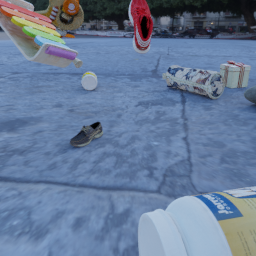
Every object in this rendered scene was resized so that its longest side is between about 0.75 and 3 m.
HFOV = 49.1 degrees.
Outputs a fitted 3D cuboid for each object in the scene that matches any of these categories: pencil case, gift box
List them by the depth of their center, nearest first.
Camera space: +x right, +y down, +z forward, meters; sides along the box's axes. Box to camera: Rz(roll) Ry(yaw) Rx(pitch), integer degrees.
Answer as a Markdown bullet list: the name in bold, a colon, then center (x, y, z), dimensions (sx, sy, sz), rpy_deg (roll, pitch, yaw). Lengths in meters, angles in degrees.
- **pencil case**: center (2.889, -2.080, 12.384), dimensions (1.274, 1.108, 2.848), rpy_deg (-26, 31, -27)
- **gift box**: center (5.283, -2.688, 13.826), dimensions (1.262, 1.179, 1.165), rpy_deg (-11, 24, -22)

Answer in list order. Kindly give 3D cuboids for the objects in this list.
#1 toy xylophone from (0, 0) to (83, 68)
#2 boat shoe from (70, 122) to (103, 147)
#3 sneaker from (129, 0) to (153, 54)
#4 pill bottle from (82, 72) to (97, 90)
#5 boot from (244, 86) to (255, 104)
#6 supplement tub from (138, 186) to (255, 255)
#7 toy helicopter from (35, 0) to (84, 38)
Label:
- **toy xylophone**: center (-2.187, -2.348, 7.085), dimensions (2.643, 0.664, 1.935), rpy_deg (44, 25, 20)
- **boat shoe**: center (-1.152, 0.131, 7.688), dimensions (0.460, 0.452, 1.234), rpy_deg (12, 24, 27)
- **sneaker**: center (0.380, -2.605, 6.560), dimensions (0.587, 1.499, 0.866), rpy_deg (-6, -11, -10)
- **pill bottle**: center (-1.852, -2.307, 13.470), dimensions (0.733, 0.733, 1.300), rpy_deg (-2, 22, -6)
- **boot**: center (4.950, -0.909, 9.593), dimensions (2.508, 1.001, 2.758), rpy_deg (7, 25, -21)
- **supplement tub**: center (1.210, 1.412, 3.102), dimensions (1.965, 1.421, 1.421), rpy_deg (-5, 22, -13)
- **toy helicopter**: center (-2.672, -3.792, 9.763), dimensions (2.258, 1.493, 0.891), rpy_deg (-6, 39, -8)
